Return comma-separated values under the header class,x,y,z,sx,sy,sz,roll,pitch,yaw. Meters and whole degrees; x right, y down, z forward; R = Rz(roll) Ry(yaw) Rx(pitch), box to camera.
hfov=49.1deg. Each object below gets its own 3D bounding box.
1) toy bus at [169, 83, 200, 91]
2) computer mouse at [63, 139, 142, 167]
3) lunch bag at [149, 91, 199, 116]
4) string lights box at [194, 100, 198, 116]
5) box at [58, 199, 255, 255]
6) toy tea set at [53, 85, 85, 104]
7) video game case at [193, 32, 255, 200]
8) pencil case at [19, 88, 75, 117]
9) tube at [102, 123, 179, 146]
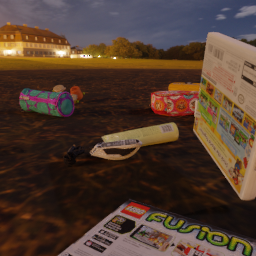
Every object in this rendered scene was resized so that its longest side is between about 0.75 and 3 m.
class,x,y,z,sx,sy,sz,roll,pitch,yaw
toy bus,3.538,-1.852,14.461,2.693,0.877,1.054,7,17,26
computer mouse,-0.528,0.565,6.377,1.747,0.383,0.958,-6,10,0
lunch bag,2.066,-1.123,11.604,2.252,0.923,1.984,-1,15,-4
string lights box,3.249,-0.448,9.493,1.198,0.687,2.331,-2,15,-8
box,0.709,1.483,2.672,2.526,0.439,1.390,9,17,32
toy tea set,-3.242,-1.526,14.084,2.094,0.775,1.245,8,46,16
video game case,1.702,-0.353,4.716,0.263,2.091,2.298,-2,27,-7
pencil case,-3.235,-1.005,11.008,2.319,0.987,1.072,8,-5,30
tube,0.349,0.245,7.406,1.982,0.514,0.575,-9,-13,-18
